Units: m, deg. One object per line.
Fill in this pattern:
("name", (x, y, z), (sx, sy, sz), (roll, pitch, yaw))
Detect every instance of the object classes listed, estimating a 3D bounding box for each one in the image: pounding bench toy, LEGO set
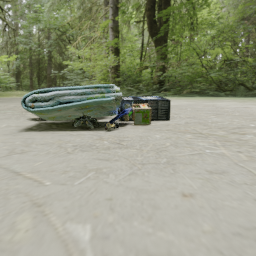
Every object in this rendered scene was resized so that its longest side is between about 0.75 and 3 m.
("pounding bench toy", (0.285, -0.478, 9.575), (0.913, 0.567, 0.712), (-2, 19, -6))
("LEGO set", (-1.055, -0.225, 8.429), (1.626, 0.461, 1.056), (1, 5, 15))

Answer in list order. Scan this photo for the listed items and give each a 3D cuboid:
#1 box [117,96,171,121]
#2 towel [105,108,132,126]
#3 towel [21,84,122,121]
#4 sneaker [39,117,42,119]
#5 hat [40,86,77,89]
("box", (0.566, -0.806, 11.246), (1.948, 0.839, 1.596), (-1, 11, -6))
("towel", (-0.283, -0.369, 9.477), (0.888, 0.146, 1.226), (-34, 1, 12))
("towel", (-1.685, -0.713, 9.155), (2.903, 0.699, 2.485), (-5, -8, -5))
("sneaker", (-3.475, -0.810, 11.087), (0.620, 0.522, 1.582), (-35, 31, -20))
("hat", (-2.156, -1.076, 11.796), (2.983, 1.203, 2.983), (4, 13, -1))
